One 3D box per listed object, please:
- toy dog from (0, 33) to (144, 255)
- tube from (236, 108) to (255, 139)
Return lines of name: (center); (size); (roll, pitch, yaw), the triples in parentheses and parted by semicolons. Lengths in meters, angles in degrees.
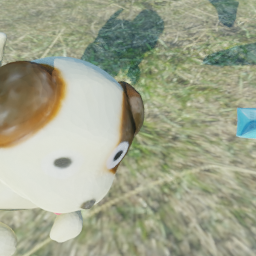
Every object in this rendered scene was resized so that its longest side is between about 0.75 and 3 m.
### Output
toy dog: (-0.956, 0.088, 2.866); (2.433, 1.698, 2.359); (-4, 74, 45)
tube: (2.719, -0.031, 4.151); (2.080, 0.524, 0.806); (4, 31, 21)
